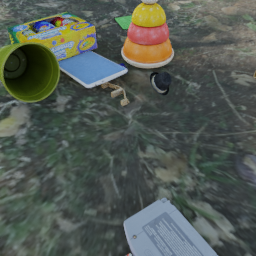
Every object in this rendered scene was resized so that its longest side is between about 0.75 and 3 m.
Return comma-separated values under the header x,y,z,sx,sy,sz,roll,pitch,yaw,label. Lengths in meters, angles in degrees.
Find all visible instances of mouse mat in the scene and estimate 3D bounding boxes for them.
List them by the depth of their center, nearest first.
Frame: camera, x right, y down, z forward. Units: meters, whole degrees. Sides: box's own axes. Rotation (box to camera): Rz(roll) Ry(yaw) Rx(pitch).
x,y,z,sx,sy,sz,roll,pitch,yaw,label
0.332,-4.836,12.686,1.676,0.063,1.349,-15,45,-13,mouse mat

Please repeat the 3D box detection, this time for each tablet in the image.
x,y,z,sx,sy,sz,roll,pitch,yaw,label
-1.306,-2.028,9.447,1.566,0.164,2.407,-28,41,-26,tablet

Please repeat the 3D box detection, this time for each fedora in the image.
x,y,z,sx,sy,sz,roll,pitch,yaw,label
1.048,-1.398,8.337,0.876,0.400,0.876,24,51,-32,fedora

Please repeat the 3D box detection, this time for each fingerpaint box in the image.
x,y,z,sx,sy,sz,roll,pitch,yaw,label
-2.798,-3.364,10.409,2.557,0.938,2.133,-27,47,-26,fingerpaint box

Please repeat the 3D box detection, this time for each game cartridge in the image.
x,y,z,sx,sy,sz,roll,pitch,yaw,label
0.773,2.230,5.068,1.222,0.371,1.832,-22,47,-26,game cartridge

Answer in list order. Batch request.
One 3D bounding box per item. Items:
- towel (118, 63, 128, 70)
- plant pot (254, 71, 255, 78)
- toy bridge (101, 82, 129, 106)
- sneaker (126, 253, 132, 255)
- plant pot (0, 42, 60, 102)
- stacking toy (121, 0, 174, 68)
x,y,z,sx,sy,sz,roll,pitch,yaw,label
-0.446,-1.977,9.601,0.797,0.197,0.589,-11,38,-11,towel
4.898,-1.839,8.874,1.261,1.175,1.175,29,49,7,plant pot
-0.328,-1.095,8.669,0.413,0.167,1.229,-27,50,-25,toy bridge
0.000,2.581,4.764,0.334,0.315,0.817,-17,36,2,sneaker
-3.261,-1.854,8.543,1.728,1.728,1.664,-32,41,-29,plant pot
0.714,-3.514,9.443,1.902,2.604,1.902,0,44,0,stacking toy
